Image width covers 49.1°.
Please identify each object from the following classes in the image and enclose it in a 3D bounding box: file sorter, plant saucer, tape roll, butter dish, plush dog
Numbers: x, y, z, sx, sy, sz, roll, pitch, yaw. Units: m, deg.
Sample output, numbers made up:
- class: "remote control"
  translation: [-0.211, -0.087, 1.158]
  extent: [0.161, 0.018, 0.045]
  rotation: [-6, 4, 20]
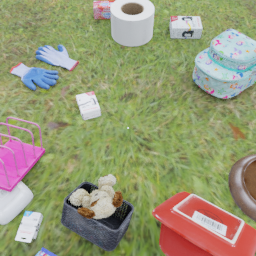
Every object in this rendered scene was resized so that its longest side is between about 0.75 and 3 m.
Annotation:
- class: "file sorter"
  translation: [-3.747, 0.695, 8.724]
  extent: [1.377, 1.242, 1.981]
  rotation: [14, 36, 10]
- class: "plant saucer"
  translation: [4.500, 1.822, 8.745]
  extent: [2.583, 0.414, 2.583]
  rotation: [0, 54, 0]
- class: "tape roll"
  translation: [0.203, -5.052, 13.303]
  extent: [2.050, 1.407, 2.050]
  rotation: [0, 53, 0]
- class: "butter dish"
  translation: [1.799, 2.963, 7.144]
  extent: [2.379, 1.758, 2.372]
  rotation: [25, 14, 27]
- class: "plush dog"
  translation: [-0.732, 2.015, 7.410]
  extent: [1.384, 1.189, 1.110]
  rotation: [-26, 98, -11]

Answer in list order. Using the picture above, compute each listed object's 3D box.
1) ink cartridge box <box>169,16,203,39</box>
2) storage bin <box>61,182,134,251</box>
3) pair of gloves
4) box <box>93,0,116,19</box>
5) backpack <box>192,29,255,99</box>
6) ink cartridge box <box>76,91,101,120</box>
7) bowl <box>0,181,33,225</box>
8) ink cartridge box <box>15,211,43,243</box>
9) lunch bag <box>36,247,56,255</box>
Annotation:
- class: "ink cartridge box"
  translation: [2.819, -4.936, 13.717]
  extent: [1.463, 0.606, 1.066]
  rotation: [1, 53, 0]
- class: "storage bin"
  translation: [-0.851, 2.402, 7.772]
  extent: [1.734, 0.813, 1.172]
  rotation: [23, 29, 17]
- class: "pair of gloves"
  translation: [-3.572, -2.751, 12.256]
  extent: [2.264, 0.321, 2.816]
  rotation: [26, 58, 18]
- class: "box"
  translation: [-1.081, -6.164, 14.601]
  extent: [1.423, 0.679, 0.709]
  rotation: [-3, 53, -2]
- class: "backpack"
  translation: [3.959, -2.501, 11.148]
  extent: [2.617, 1.971, 2.324]
  rotation: [-35, 60, -18]
- class: "ink cartridge box"
  translation: [-1.519, -0.861, 10.750]
  extent: [0.734, 0.427, 1.008]
  rotation: [-16, 56, -11]
- class: "bowl"
  translation: [-3.737, 2.069, 8.504]
  extent: [1.299, 0.485, 1.298]
  rotation: [31, 58, 23]
- class: "ink cartridge box"
  translation: [-2.825, 2.857, 8.021]
  extent: [0.486, 0.280, 0.839]
  rotation: [7, 53, 6]
- class: "lunch bag"
  translation: [-1.875, 4.134, 6.753]
  extent: [2.329, 1.095, 1.753]
  rotation: [16, 55, 27]
